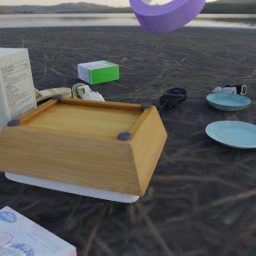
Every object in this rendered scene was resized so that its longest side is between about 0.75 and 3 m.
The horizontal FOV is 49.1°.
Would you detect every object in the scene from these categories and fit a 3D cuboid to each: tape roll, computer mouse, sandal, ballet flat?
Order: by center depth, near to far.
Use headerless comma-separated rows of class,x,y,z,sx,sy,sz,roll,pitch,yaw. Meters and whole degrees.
ballet flat,-1.155,-0.777,8.412,0.895,0.895,2.575,-11,26,-22
computer mouse,1.181,-0.620,8.733,0.771,0.448,2.630,13,34,29
tape roll,1.263,-4.275,9.032,2.394,0.785,2.394,-11,61,20
sandal,-3.294,-1.305,9.490,2.800,0.921,1.027,-16,29,-32

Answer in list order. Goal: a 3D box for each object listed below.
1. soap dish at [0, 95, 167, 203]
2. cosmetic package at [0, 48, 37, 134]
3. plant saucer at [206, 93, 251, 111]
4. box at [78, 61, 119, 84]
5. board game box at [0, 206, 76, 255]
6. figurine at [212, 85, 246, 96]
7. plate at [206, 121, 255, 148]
soap dish,-0.833,0.230,5.705,2.954,1.200,2.324,6,25,16
cosmetic package,-2.754,-0.568,6.227,0.970,2.224,1.149,7,25,15
plant saucer,3.315,-0.857,9.319,1.391,0.250,1.391,-1,24,0
box,-1.323,-2.486,12.470,1.413,0.683,1.247,-17,31,-31
board game box,-1.664,1.720,3.439,1.462,0.317,1.455,15,28,31
figurine,3.755,-1.408,10.491,0.934,0.402,0.912,-15,20,-29
plate,2.742,0.192,7.035,1.548,0.198,1.548,0,23,0
